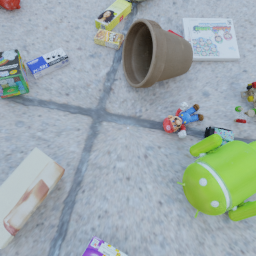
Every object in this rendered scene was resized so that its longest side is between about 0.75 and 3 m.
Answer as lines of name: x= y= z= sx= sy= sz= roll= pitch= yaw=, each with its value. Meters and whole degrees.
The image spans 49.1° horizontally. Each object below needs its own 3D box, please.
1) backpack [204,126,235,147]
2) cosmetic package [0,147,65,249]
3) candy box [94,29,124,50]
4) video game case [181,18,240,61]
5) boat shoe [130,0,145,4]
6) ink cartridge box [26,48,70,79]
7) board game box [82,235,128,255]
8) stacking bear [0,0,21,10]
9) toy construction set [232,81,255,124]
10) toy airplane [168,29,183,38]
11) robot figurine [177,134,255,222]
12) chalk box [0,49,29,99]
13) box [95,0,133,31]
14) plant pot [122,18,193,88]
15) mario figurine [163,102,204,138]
backpack: x=2.978 y=0.294 z=9.041 sx=0.857 sy=0.761 sz=0.645 roll=4 pitch=82 yaw=-3
cosmetic package: x=-2.934 y=1.886 z=7.689 sx=1.074 sy=1.272 sz=2.461 roll=38 pitch=67 yaw=-2
candy box: x=-0.785 y=-3.678 z=11.582 sx=1.105 sy=0.306 sz=0.638 roll=17 pitch=60 yaw=11
video game case: x=3.315 y=-3.598 z=11.321 sx=2.127 sy=0.252 sz=1.936 roll=-1 pitch=70 yaw=-5
boat shoe: x=0.922 y=-6.560 z=12.653 sx=1.043 sy=1.018 sz=2.757 roll=28 pitch=51 yaw=14
ink cartridge box: x=-3.091 y=-2.526 z=10.902 sx=1.504 sy=0.333 sz=0.707 roll=-31 pitch=64 yaw=-16
board game box: x=-0.881 y=4.021 z=6.572 sx=1.242 sy=1.264 sz=2.411 roll=26 pitch=64 yaw=14
stacking bear: x=-6.034 y=-6.115 z=12.423 sx=2.651 sy=1.610 sz=1.508 roll=23 pitch=72 yaw=5
toy construction set: x=4.305 y=-0.825 z=9.655 sx=1.769 sy=1.360 sz=1.476 roll=-37 pitch=96 yaw=-1
toy airplane: x=2.405 y=-3.673 z=11.571 sx=1.790 sy=0.329 sz=1.790 roll=0 pitch=62 yaw=-1
robot figurine: x=2.733 y=1.384 z=7.912 sx=2.734 sy=1.582 sz=2.399 roll=-26 pitch=80 yaw=-15
chalk box: x=-4.250 y=-1.802 z=10.081 sx=1.057 sy=1.050 sz=1.694 roll=-13 pitch=62 yaw=-9
box: x=-0.598 y=-4.944 z=12.226 sx=0.709 sy=0.472 sz=1.884 roll=31 pitch=64 yaw=16
plant pot: x=1.154 y=-2.603 z=10.007 sx=2.018 sy=2.313 sz=2.313 roll=-5 pitch=58 yaw=-27
mario figurine: x=1.858 y=-0.268 z=9.328 sx=1.488 sy=0.789 sz=0.918 roll=-25 pitch=55 yaw=-17
